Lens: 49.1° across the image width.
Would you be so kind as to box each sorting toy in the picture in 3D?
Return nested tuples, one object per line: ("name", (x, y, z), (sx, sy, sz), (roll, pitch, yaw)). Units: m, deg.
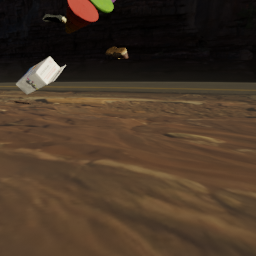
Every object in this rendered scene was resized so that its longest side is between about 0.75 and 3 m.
("sorting toy", (-1.145, -3.502, 8.371), (0.958, 0.964, 2.780), (-39, 15, 39))

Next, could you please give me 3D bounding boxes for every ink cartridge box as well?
("ink cartridge box", (-2.015, -1.236, 6.474), (1.101, 0.374, 0.634), (-14, 39, 38))

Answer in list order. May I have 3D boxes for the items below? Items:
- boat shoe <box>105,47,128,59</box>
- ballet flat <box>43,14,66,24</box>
("boat shoe", (-0.386, -2.533, 9.647), (1.057, 0.380, 0.381), (15, 57, 45))
("ballet flat", (-2.744, -4.079, 10.590), (1.081, 0.359, 0.307), (17, 58, 25))
